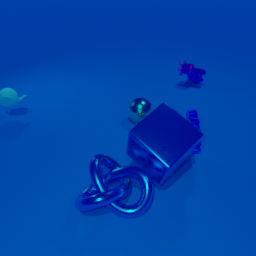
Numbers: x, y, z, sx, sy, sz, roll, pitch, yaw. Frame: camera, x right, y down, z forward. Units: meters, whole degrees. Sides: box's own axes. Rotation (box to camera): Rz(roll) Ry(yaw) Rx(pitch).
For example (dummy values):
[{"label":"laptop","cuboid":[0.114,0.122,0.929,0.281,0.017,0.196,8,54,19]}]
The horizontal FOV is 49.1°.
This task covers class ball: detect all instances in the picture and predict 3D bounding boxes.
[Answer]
[{"label":"ball","cuboid":[0.393,-0.572,9.077,0.841,0.841,0.841,0,34,0]}]

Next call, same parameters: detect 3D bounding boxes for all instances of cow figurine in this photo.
[{"label":"cow figurine","cuboid":[2.507,-2.205,11.201,1.127,0.628,1.145,20,0,-1]}]

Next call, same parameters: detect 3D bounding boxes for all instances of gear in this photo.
[{"label":"gear","cuboid":[1.650,0.094,7.109,0.206,1.114,1.114,-5,34,5]}]

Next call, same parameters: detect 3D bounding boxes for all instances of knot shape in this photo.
[{"label":"knot shape","cuboid":[-0.228,1.328,6.240,1.613,0.796,1.724,13,38,14]}]

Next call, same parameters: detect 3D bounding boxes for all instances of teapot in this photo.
[{"label":"teapot","cuboid":[-3.864,-1.020,9.143,1.087,0.676,0.532,7,49,-17]}]

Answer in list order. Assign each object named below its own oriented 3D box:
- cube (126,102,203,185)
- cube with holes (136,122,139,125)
[{"label":"cube","cuboid":[0.776,0.371,6.371,1.159,1.159,1.159,-40,71,-22]},{"label":"cube with holes","cuboid":[0.752,0.336,7.742,0.833,0.833,0.833,-11,35,-15]}]
